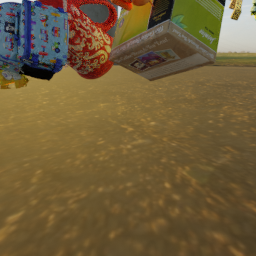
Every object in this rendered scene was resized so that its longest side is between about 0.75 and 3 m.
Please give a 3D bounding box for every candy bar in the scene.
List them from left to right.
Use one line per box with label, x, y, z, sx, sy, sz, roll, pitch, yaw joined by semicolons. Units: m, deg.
candy bar;-3.028;-1.622;6.095;0.649;0.289;2.604;-18;52;-45

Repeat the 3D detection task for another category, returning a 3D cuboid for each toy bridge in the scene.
toy bridge;3.406;-4.038;8.810;0.240;0.592;1.762;17;46;0

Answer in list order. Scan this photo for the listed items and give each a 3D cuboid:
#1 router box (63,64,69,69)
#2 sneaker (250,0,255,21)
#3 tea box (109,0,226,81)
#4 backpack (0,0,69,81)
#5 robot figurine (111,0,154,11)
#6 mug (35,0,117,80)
router box;-2.645;-3.047;12.523;0.798;0.195;0.717;-33;41;-2
sneaker;3.416;-3.505;6.890;2.201;1.437;0.876;14;9;-44
tea box;1.030;-2.908;7.637;1.711;2.520;2.561;21;-13;-32
backpack;-1.959;-1.685;5.161;1.505;1.374;1.012;8;-8;-31
robot figurine;0.024;-3.335;6.346;1.492;1.073;0.870;29;6;5
mug;-1.713;-3.224;9.151;1.841;2.449;2.759;10;-7;27
